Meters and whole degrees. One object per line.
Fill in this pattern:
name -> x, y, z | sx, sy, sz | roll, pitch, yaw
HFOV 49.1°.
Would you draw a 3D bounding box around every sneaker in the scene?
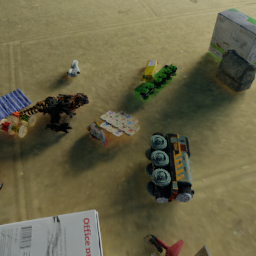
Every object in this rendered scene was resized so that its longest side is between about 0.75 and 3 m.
sneaker -> -1.185, 0.297, 10.781 | 0.537, 0.509, 1.308 | -26, 44, -15
sneaker -> -2.525, -2.813, 13.552 | 0.526, 0.433, 1.142 | 14, 54, -3

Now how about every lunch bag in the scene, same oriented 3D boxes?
lunch bag -> 4.892, -2.614, 12.605 | 1.127, 1.356, 1.617 | -16, 48, -24

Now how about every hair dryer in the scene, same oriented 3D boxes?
hair dryer -> 1.078, 3.434, 8.108 | 1.160, 0.315, 0.884 | -5, 48, -5

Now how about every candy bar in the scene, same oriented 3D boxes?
candy bar -> 1.048, -2.721, 13.139 | 0.585, 0.260, 2.347 | 2, 33, 11

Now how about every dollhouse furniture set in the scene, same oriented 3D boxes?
dollhouse furniture set -> 1.332, 3.967, 6.802 | 1.580, 1.288, 1.503 | -4, 49, -19

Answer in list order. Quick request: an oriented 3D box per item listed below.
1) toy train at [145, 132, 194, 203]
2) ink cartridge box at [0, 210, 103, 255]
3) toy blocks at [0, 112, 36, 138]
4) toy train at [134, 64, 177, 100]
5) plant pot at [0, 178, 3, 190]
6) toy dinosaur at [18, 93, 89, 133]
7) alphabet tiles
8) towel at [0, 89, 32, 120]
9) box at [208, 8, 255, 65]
toy train -> 1.415, 1.286, 9.491 | 1.513, 1.131, 2.654 | 6, 49, -7
ink cartridge box -> -2.039, 3.523, 7.452 | 2.761, 1.163, 1.996 | -8, 49, -7
toy blocks -> -4.574, -0.275, 11.219 | 1.388, 0.504, 1.157 | 17, 52, 15
toy train -> 1.295, -2.169, 12.874 | 0.767, 0.567, 2.720 | 25, 53, 33
plant pot -> -4.788, 1.643, 9.240 | 1.266, 1.183, 1.183 | 36, 57, 12
toy dinosaur -> -2.915, -0.750, 11.412 | 2.707, 1.383, 1.838 | -29, 38, -1
alphabet tiles -> -0.329, -0.207, 11.149 | 1.535, 0.112, 1.501 | 30, 40, 22
towel -> -5.219, -1.017, 12.067 | 1.730, 0.206, 1.252 | -33, 57, -26
box -> 5.296, -4.239, 13.583 | 1.164, 2.125, 2.408 | -24, 52, -22
